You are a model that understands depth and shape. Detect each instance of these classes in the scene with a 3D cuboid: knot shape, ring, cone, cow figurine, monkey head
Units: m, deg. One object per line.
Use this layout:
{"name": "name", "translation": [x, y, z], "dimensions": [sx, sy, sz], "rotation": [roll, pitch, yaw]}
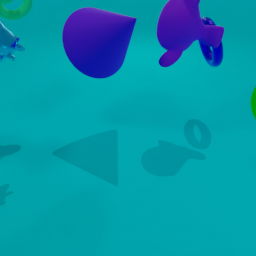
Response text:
{"name": "knot shape", "translation": [-2.639, -2.879, 5.691], "dimensions": [0.604, 1.306, 1.222], "rotation": [0, 23, 30]}
{"name": "ring", "translation": [1.977, -2.062, 6.776], "dimensions": [0.243, 1.217, 1.217], "rotation": [-18, 33, 4]}
{"name": "cone", "translation": [-0.295, -1.973, 5.793], "dimensions": [1.632, 1.632, 1.638], "rotation": [-23, 11, -31]}
{"name": "cow figurine", "translation": [-2.747, -1.388, 5.064], "dimensions": [1.544, 1.569, 0.861], "rotation": [26, 48, -12]}
{"name": "monkey head", "translation": [1.280, -2.077, 5.810], "dimensions": [1.303, 1.811, 1.092], "rotation": [23, 17, 19]}

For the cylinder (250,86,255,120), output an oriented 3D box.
{"name": "cylinder", "translation": [1.831, -0.330, 3.012], "dimensions": [0.705, 0.705, 0.705], "rotation": [-25, 40, -30]}
